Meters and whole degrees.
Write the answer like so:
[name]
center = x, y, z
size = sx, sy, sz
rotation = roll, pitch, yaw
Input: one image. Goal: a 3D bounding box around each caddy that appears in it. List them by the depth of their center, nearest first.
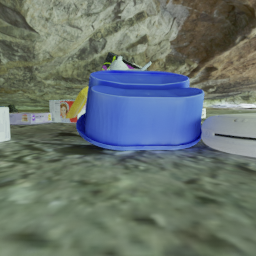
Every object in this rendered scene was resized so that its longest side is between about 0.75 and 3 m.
[caddy]
center = 0.250, -0.262, 5.259
size = 2.421, 1.271, 1.711
rotation = 0, 28, -8

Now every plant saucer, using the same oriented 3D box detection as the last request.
[plant saucer]
center = -1.657, -0.839, 9.654
size = 0.272, 1.122, 1.122
rotation = 32, 16, -5

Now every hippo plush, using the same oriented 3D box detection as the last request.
[hippo plush]
center = -0.130, -1.386, 7.965
size = 1.065, 1.055, 1.324
rotation = 30, -19, 6

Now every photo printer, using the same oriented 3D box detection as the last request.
[photo printer]
center = 2.191, 0.082, 4.531
size = 1.753, 0.609, 1.459
rotation = -4, 7, -36

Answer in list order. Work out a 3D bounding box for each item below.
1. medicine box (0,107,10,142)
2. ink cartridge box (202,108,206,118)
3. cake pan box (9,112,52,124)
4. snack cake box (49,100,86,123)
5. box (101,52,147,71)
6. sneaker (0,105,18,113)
[medicine box]
center = -3.262, -0.043, 5.398
size = 1.279, 0.723, 1.404
rotation = 1, 5, 14
[ink cartridge box]
center = 3.836, -0.854, 16.197
size = 0.991, 0.579, 1.708
rotation = 2, 5, 27
[cake pan box]
center = -4.364, -0.415, 11.612
size = 1.840, 0.481, 1.695
rotation = 1, 3, 14
[snack cake box]
center = -2.620, -0.736, 12.183
size = 1.733, 0.997, 0.582
rotation = 3, 6, 33
[box]
center = -0.471, -1.621, 11.333
size = 1.695, 2.371, 0.428
rotation = 29, 20, 14
[sneaker]
center = -5.959, -0.706, 13.043
size = 1.380, 0.795, 2.647
rotation = 3, 6, -30
